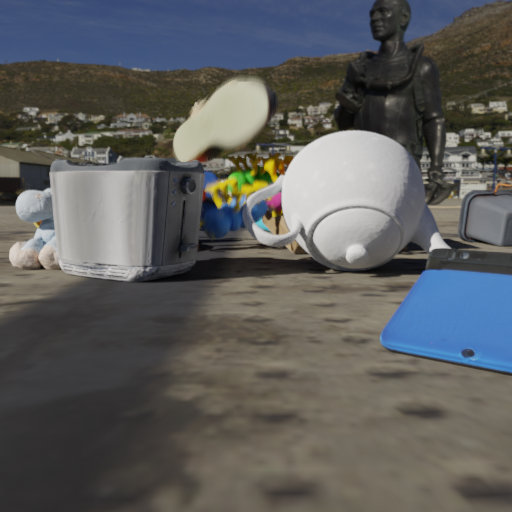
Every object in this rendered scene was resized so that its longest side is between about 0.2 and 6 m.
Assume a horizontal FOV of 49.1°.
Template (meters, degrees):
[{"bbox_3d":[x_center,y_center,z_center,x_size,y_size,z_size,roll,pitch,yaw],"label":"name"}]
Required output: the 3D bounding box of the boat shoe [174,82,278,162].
[{"bbox_3d":[-0.455,-2.305,9.923,0.865,0.984,2.764,-8,-5,-37],"label":"boat shoe"}]

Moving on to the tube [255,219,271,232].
[{"bbox_3d":[0.588,-0.832,15.508,0.762,0.496,1.968,-17,17,-22],"label":"tube"}]

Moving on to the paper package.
[{"bbox_3d":[1.531,-0.897,11.070,2.364,1.223,2.254,-1,18,-13],"label":"paper package"}]

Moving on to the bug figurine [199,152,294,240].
[{"bbox_3d":[-0.373,-1.048,9.637,2.682,0.890,3.458,-22,21,-23],"label":"bug figurine"}]

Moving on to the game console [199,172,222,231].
[{"bbox_3d":[-1.379,-1.147,11.406,1.221,1.042,0.722,5,27,-27],"label":"game console"}]

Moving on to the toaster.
[{"bbox_3d":[-1.824,-0.524,7.586,2.413,1.559,1.371,4,7,29],"label":"toaster"}]

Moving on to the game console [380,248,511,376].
[{"bbox_3d":[2.122,0.579,4.123,1.836,1.086,1.567,6,-22,40],"label":"game console"}]

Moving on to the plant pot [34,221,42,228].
[{"bbox_3d":[-5.185,-1.102,15.004,1.178,1.178,1.109,2,-8,13],"label":"plant pot"}]

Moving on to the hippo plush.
[{"bbox_3d":[-3.005,-0.448,8.538,1.187,1.198,1.491,5,8,38],"label":"hippo plush"}]

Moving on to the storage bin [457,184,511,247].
[{"bbox_3d":[5.547,-0.810,11.970,1.880,1.368,1.263,-1,17,-13],"label":"storage bin"}]

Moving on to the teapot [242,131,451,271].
[{"bbox_3d":[1.287,-0.538,7.719,2.180,1.592,2.152,-25,-51,30],"label":"teapot"}]

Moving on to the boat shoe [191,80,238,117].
[{"bbox_3d":[-0.948,-2.876,11.656,0.827,0.745,2.293,-22,1,-38],"label":"boat shoe"}]
